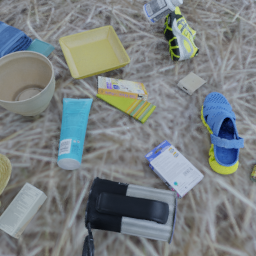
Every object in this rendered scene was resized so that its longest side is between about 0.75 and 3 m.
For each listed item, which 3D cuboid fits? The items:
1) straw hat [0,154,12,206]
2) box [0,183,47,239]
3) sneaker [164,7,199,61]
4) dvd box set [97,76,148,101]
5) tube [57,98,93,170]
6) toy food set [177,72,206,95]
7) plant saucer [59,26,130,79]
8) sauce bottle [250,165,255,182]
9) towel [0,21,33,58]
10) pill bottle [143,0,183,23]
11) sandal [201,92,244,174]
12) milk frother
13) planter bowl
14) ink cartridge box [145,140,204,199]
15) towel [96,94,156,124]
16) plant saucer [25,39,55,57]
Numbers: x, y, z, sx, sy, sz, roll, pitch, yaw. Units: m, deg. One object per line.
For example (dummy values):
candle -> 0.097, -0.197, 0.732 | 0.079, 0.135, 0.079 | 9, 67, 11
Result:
straw hat -> -4.319, 2.028, 7.794 | 2.811, 1.190, 2.811 | -10, 38, 8
box -> -3.035, 2.355, 8.045 | 0.657, 0.538, 1.384 | 26, 62, 15
sneaker -> 2.187, -3.967, 11.693 | 1.058, 1.044, 2.769 | -2, 69, -10
dvd box set -> -0.113, -0.701, 4.923 | 0.855, 0.126, 0.626 | 7, 28, -11
tube -> -1.831, 0.015, 9.438 | 1.078, 0.702, 2.785 | 3, 54, -4
toy food set -> 2.443, -1.687, 10.677 | 0.688, 0.290, 0.959 | 40, 59, 22
plant saucer -> -1.354, -2.941, 11.236 | 2.318, 0.561, 2.317 | -18, 60, -11
sauce bottle -> 4.089, 1.329, 8.846 | 0.254, 0.254, 0.784 | 25, 60, 14
towel -> -5.405, -3.634, 11.487 | 2.803, 0.680, 1.565 | 29, 66, 21
pill bottle -> 1.198, -4.221, 9.639 | 1.227, 0.698, 0.698 | -21, 53, 32
sandal -> 3.127, -0.058, 9.101 | 1.160, 1.271, 2.919 | -3, 57, 0
milk frother -> -0.012, 2.693, 7.228 | 2.282, 2.190, 2.426 | 8, 89, 6
planter bowl -> -3.543, -1.353, 9.732 | 2.213, 1.489, 2.213 | 0, 59, -1
ink cartridge box -> 1.412, 1.260, 8.826 | 1.004, 0.353, 1.683 | -36, 68, -20
towel -> -0.077, -0.963, 10.285 | 2.130, 0.192, 0.916 | 31, 58, 18
plant saucer -> -4.187, -2.544, 11.179 | 1.015, 0.275, 2.903 | 25, 63, 15
